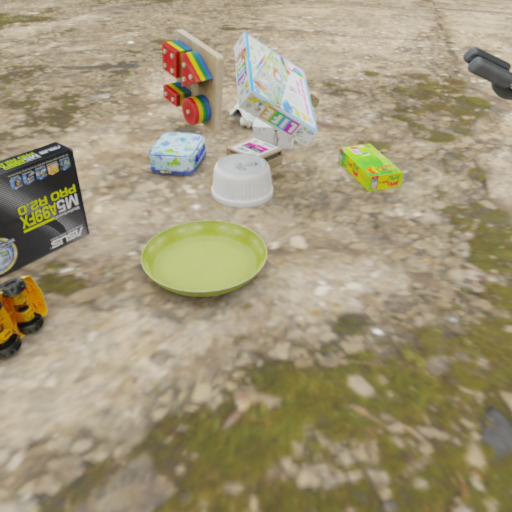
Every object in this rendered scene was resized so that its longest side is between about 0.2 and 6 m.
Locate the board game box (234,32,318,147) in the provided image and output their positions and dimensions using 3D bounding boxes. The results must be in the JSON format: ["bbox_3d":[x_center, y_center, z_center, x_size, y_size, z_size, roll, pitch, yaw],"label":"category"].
[{"bbox_3d":[0.402,-3.754,12.485,1.787,0.455,2.658,24,39,-26],"label":"board game box"}]

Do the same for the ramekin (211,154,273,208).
[{"bbox_3d":[-0.344,-1.878,13.600,1.519,0.797,1.519,0,34,0],"label":"ramekin"}]

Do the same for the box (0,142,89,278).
[{"bbox_3d":[-4.656,-0.859,11.029,0.568,2.057,2.568,25,41,33],"label":"box"}]

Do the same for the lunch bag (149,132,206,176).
[{"bbox_3d":[-2.056,-2.733,14.943,1.300,0.667,1.617,4,35,9],"label":"lunch bag"}]

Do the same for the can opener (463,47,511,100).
[{"bbox_3d":[4.088,-3.018,9.590,1.735,0.580,0.463,7,60,-33],"label":"can opener"}]

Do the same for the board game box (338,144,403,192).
[{"bbox_3d":[2.935,-2.317,14.552,0.921,0.432,1.814,-10,36,-14],"label":"board game box"}]

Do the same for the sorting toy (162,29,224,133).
[{"bbox_3d":[-1.072,-2.791,9.063,0.445,1.277,1.270,-22,48,-29],"label":"sorting toy"}]

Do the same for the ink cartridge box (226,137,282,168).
[{"bbox_3d":[-0.054,-2.724,15.122,1.210,0.454,0.997,28,45,36],"label":"ink cartridge box"}]

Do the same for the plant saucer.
[{"bbox_3d":[-1.020,0.081,11.142,2.480,0.385,2.480,0,35,0],"label":"plant saucer"}]

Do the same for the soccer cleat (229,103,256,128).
[{"bbox_3d":[0.055,-4.137,17.105,2.027,0.708,0.875,30,66,34],"label":"soccer cleat"}]

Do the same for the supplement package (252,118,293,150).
[{"bbox_3d":[0.504,-3.509,16.066,1.142,0.667,0.670,4,35,7],"label":"supplement package"}]

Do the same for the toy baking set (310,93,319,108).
[{"bbox_3d":[0.813,-4.457,16.469,2.653,2.036,0.309,30,73,30],"label":"toy baking set"}]

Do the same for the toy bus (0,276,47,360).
[{"bbox_3d":[-4.490,1.034,9.419,1.384,0.979,1.442,-3,29,25],"label":"toy bus"}]
